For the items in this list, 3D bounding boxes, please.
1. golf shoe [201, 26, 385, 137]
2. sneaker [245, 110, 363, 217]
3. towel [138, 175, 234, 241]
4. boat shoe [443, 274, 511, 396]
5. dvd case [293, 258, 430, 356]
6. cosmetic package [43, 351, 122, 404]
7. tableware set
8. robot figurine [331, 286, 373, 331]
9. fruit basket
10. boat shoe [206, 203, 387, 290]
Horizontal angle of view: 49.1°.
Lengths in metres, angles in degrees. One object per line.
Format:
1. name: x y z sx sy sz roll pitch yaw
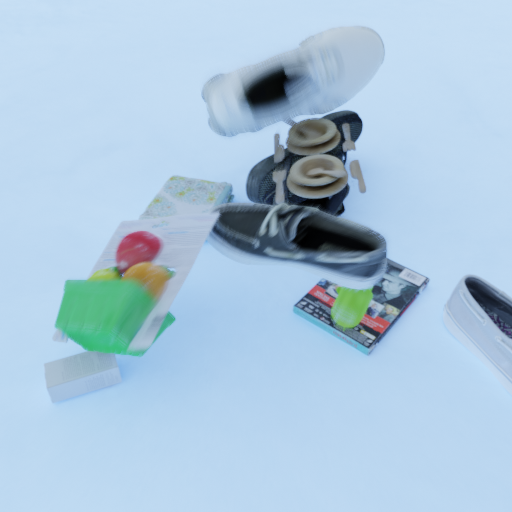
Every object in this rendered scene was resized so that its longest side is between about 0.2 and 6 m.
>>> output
1. golf shoe: 0.806 -2.653 8.493 3.191 1.250 1.552 -28 17 -13
2. sneaker: 1.240 -1.471 9.413 1.539 1.027 2.687 32 53 29
3. towel: -1.100 -0.805 9.160 1.191 0.335 1.391 10 42 15
4. boat shoe: 3.255 1.077 6.647 0.844 0.804 2.346 -18 44 -19
5. dvd case: 1.471 0.542 7.733 1.210 0.182 1.657 28 50 28
6. cosmetic package: -2.059 1.394 6.658 0.822 0.293 0.417 -14 38 -16
7. tableware set: 0.878 -1.607 8.561 1.321 0.401 1.999 -7 42 6
8. robot figurine: 1.205 0.597 7.058 0.398 0.689 0.604 18 17 -16
9. fruit basket: -1.403 0.276 6.612 1.728 0.874 1.865 -3 45 35
10. boat shoe: 0.401 -0.287 6.479 2.271 0.723 0.803 14 63 17
